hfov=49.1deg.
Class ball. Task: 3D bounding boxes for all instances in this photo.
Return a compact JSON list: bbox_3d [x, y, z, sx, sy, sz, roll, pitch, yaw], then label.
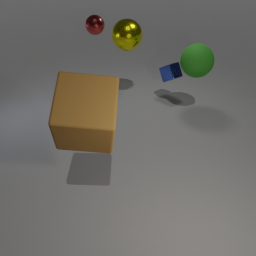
[{"bbox_3d":[-1.205,-3.759,10.217,0.700,0.700,0.700,0,33,0],"label":"ball"},{"bbox_3d":[2.900,-2.821,11.760,1.400,1.400,1.400,0,33,0],"label":"ball"},{"bbox_3d":[-0.040,-4.191,12.639,1.400,1.400,1.400,0,33,0],"label":"ball"}]

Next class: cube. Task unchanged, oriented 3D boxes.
[{"bbox_3d":[-0.994,-0.326,6.694,1.400,1.400,1.400,5,63,-4],"label":"cube"},{"bbox_3d":[2.011,-2.613,13.131,0.700,0.700,0.700,-22,8,-38],"label":"cube"}]
